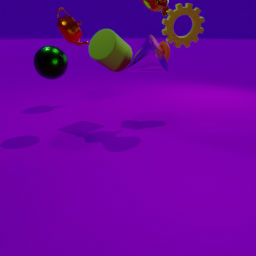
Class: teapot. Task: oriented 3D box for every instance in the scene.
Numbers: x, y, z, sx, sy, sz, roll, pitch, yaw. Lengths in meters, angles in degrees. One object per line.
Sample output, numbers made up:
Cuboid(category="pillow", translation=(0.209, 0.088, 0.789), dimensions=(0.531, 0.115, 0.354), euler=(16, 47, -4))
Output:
Cuboid(category="teapot", translation=(-2.163, -3.839, 10.952), dimensions=(0.888, 1.814, 1.128), euler=(-34, 34, 2))

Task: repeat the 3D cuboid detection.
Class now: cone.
Cuboid(category="cone", translation=(0.383, -1.849, 7.912), dimensions=(1.133, 1.129, 1.129), euler=(-23, 11, 22))

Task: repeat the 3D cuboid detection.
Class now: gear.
Cuboid(category="gear", translation=(1.814, -3.366, 9.244), dimensions=(1.370, 1.370, 0.253), euler=(-2, 27, -6))

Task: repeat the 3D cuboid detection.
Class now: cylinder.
Cuboid(category="cylinder", translation=(-0.545, -2.444, 8.944), dimensions=(1.031, 1.031, 1.031), euler=(13, -5, 32))

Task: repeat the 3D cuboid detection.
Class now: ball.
Cuboid(category="ball", translation=(-2.155, -1.827, 7.833), dimensions=(0.935, 0.935, 0.935), euler=(0, 20, 0))

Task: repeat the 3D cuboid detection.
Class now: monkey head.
Cuboid(category="monkey head", translation=(0.862, -3.967, 8.190), dimensions=(1.406, 1.011, 0.847), euler=(41, 5, -21))

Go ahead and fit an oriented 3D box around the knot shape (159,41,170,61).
Cuboid(category="knot shape", translation=(1.027, -2.439, 9.195), dimensions=(1.008, 0.498, 1.078), euler=(0, 54, 59))
